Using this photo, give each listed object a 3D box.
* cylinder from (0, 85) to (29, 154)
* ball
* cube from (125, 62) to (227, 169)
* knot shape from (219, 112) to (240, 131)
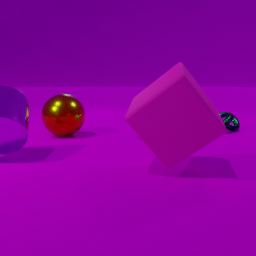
[{"bbox_3d":[-2.220,-0.147,4.938,0.888,0.888,0.888,-3,43,-15],"label":"cylinder"},{"bbox_3d":[-1.601,-0.312,6.966,1.067,1.067,1.067,0,9,0],"label":"ball"},{"bbox_3d":[0.687,-0.214,4.145,0.988,0.988,0.988,-37,13,20],"label":"cube"},{"bbox_3d":[2.669,-0.174,7.853,1.018,0.503,1.088,-3,10,-20],"label":"knot shape"}]
